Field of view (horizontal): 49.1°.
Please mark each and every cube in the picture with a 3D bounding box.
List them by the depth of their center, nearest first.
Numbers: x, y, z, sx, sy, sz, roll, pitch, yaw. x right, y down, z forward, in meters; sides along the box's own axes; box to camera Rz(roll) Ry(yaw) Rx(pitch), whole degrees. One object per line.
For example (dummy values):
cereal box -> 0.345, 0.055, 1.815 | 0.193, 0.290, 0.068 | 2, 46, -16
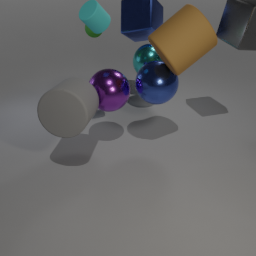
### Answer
cube -> 4.130, -3.541, 9.522 | 1.400, 1.400, 1.400 | -4, 36, -20
cube -> 0.618, -4.612, 11.919 | 1.400, 1.400, 1.400 | 1, 0, 27

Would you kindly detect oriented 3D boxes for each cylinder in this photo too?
cylinder -> 1.515, -2.442, 7.857 | 1.400, 1.400, 1.400 | -38, 30, 9
cylinder -> -1.658, -0.619, 8.024 | 1.400, 1.400, 1.400 | 4, 23, 6
cylinder -> -0.991, -3.317, 8.376 | 0.700, 0.700, 0.700 | 24, -4, 36

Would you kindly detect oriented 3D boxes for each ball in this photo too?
ball -> 0.928, -1.458, 9.035 | 1.400, 1.400, 1.400 | 0, 29, 0
ball -> -0.623, -1.230, 9.157 | 1.400, 1.400, 1.400 | 0, 29, 0
ball -> -1.317, -3.866, 10.848 | 0.700, 0.700, 0.700 | 0, 29, 0
ball -> 0.894, -2.755, 11.576 | 1.400, 1.400, 1.400 | 0, 29, 0
